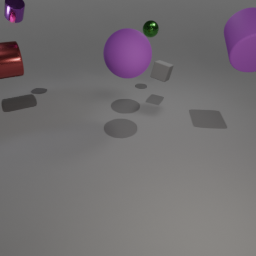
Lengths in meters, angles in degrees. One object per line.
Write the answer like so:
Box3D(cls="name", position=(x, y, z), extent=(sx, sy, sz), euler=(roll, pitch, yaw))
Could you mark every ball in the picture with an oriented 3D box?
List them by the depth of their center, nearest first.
Box3D(cls="ball", position=(-0.010, -2.142, 8.102), extent=(1.400, 1.400, 1.400), euler=(0, 31, 0))
Box3D(cls="ball", position=(0.982, -4.283, 12.111), extent=(0.700, 0.700, 0.700), euler=(0, 31, 0))

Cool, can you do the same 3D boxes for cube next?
Box3D(cls="cube", position=(1.476, -2.475, 12.147), extent=(0.700, 0.700, 0.700), euler=(23, 25, 15))

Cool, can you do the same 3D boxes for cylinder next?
Box3D(cls="cylinder", position=(3.744, -2.682, 8.574), extent=(1.400, 1.400, 1.400), euler=(3, 53, 4))
Box3D(cls="cylinder", position=(-4.328, -4.516, 10.673), extent=(0.700, 0.700, 0.700), euler=(11, 61, -21))
Box3D(cls="cylinder", position=(-5.048, -2.688, 11.206), extent=(1.400, 1.400, 1.400), euler=(-15, 34, -24))
